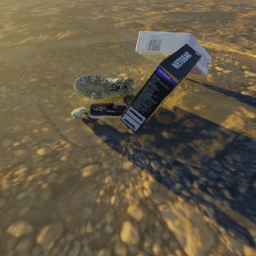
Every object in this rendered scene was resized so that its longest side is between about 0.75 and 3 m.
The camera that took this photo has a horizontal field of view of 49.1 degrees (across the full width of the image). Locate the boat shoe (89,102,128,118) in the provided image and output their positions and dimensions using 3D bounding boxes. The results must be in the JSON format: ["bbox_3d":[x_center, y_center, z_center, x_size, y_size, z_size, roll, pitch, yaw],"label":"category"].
[{"bbox_3d":[-0.601,-0.628,9.190,1.383,0.417,0.511,-5,36,-18],"label":"boat shoe"}]

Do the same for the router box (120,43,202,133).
[{"bbox_3d":[1.063,-1.280,8.561,0.705,2.123,2.700,40,38,4],"label":"router box"}]

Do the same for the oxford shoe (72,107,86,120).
[{"bbox_3d":[-1.595,-0.482,9.180,0.391,0.300,1.040,-17,15,8],"label":"oxford shoe"}]

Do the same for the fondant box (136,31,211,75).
[{"bbox_3d":[1.914,-2.952,11.266,2.068,0.835,2.867,14,4,31],"label":"fondant box"}]

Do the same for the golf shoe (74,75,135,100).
[{"bbox_3d":[-0.919,-1.470,10.370,2.275,0.891,1.106,0,6,-24],"label":"golf shoe"}]
